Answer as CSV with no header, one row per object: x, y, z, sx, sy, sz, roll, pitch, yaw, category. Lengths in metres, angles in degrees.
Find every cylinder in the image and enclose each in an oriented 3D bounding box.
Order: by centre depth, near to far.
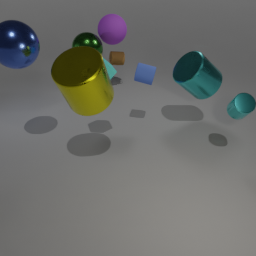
-1.205,-1.269,7.747,1.400,1.400,1.400,-5,59,9,cylinder
3.676,-0.701,9.123,0.700,0.700,0.700,0,74,0,cylinder
0.651,-2.053,10.643,0.700,0.700,0.700,15,32,3,cylinder
2.692,-2.024,10.870,1.400,1.400,1.400,29,12,-36,cylinder
-0.587,-3.684,14.811,0.700,0.700,0.700,-2,30,-16,cylinder

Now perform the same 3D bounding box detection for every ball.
-3.354,-2.466,8.329,1.400,1.400,1.400,0,30,0,ball
-1.831,-3.588,12.628,1.400,1.400,1.400,0,30,0,ball
-0.753,-4.711,13.398,1.400,1.400,1.400,0,30,0,ball

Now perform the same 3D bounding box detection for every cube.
-0.915,-1.869,9.048,0.700,0.700,0.700,34,14,-35,cube
